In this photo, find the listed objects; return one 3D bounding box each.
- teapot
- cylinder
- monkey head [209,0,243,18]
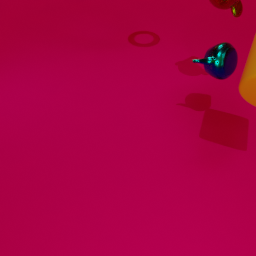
[{"bbox_3d":[2.375,-1.782,7.462,1.567,0.974,0.767,-12,20,-39],"label":"teapot"},{"bbox_3d":[3.049,-1.206,5.474,1.373,1.373,1.373,18,73,19],"label":"cylinder"},{"bbox_3d":[2.700,-3.994,7.609,1.358,1.887,1.137,-45,46,2],"label":"monkey head"}]
